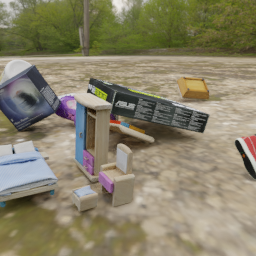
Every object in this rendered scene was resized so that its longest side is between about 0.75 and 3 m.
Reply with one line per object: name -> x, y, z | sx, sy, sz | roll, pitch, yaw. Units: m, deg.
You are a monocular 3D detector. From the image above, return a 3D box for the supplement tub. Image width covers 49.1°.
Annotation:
supplement tub -> -4.576, -1.840, 11.460 | 1.257, 1.257, 1.741 | -16, -9, -42

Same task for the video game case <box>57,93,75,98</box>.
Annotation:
video game case -> -2.311, -1.104, 11.737 | 2.049, 0.247, 2.248 | 10, 20, 30

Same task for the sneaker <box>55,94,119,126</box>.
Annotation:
sneaker -> -1.413, -0.395, 8.468 | 2.159, 0.868, 0.954 | 13, 35, 18

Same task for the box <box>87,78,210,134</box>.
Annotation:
box -> 0.420, -0.704, 8.044 | 2.780, 0.661, 2.685 | 12, 9, -22

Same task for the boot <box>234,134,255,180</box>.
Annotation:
boot -> 2.601, 0.546, 5.564 | 0.642, 0.890, 0.322 | -13, -20, -12

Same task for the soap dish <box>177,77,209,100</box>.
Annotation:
soap dish -> 2.929, -1.785, 12.493 | 1.318, 0.535, 1.037 | 2, 53, -15

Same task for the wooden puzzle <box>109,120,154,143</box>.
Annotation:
wooden puzzle -> -0.170, -0.001, 7.119 | 1.375, 0.256, 1.272 | 16, -4, 45

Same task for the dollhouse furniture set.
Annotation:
dollhouse furniture set -> -1.373, 0.362, 4.748 | 2.273, 1.483, 2.146 | -8, 21, -30

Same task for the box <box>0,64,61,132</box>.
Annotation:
box -> -2.953, -0.845, 8.125 | 1.377, 1.366, 0.849 | -26, 25, 15
